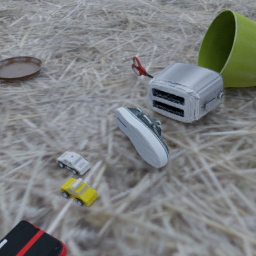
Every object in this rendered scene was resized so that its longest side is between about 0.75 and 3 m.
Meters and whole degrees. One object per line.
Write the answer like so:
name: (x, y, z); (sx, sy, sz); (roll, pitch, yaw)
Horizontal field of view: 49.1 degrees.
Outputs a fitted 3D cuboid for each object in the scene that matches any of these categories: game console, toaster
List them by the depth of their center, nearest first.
game console: (-2.100, 2.604, 5.362); (1.361, 0.239, 1.539); (15, 39, 27)
toaster: (1.757, -1.223, 9.301); (2.511, 1.427, 1.622); (25, 46, 33)

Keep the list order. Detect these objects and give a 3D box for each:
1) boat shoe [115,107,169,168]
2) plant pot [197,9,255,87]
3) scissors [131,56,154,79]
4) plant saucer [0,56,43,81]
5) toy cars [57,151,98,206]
boat shoe: (0.527, 0.035, 8.010); (0.966, 0.982, 2.725); (-19, 39, -17)
plant pot: (4.530, -2.645, 10.518); (2.915, 2.728, 2.728); (11, 36, -12)
scissors: (0.716, -2.069, 10.905); (0.144, 0.757, 2.068); (-25, 53, -22)
plant saucer: (-4.641, -2.481, 11.820); (2.091, 0.335, 2.091); (0, 38, 0)
toy cars: (-1.322, 1.144, 7.046); (0.856, 0.423, 1.910); (-10, 39, -13)
